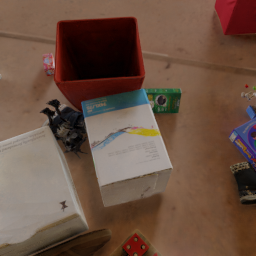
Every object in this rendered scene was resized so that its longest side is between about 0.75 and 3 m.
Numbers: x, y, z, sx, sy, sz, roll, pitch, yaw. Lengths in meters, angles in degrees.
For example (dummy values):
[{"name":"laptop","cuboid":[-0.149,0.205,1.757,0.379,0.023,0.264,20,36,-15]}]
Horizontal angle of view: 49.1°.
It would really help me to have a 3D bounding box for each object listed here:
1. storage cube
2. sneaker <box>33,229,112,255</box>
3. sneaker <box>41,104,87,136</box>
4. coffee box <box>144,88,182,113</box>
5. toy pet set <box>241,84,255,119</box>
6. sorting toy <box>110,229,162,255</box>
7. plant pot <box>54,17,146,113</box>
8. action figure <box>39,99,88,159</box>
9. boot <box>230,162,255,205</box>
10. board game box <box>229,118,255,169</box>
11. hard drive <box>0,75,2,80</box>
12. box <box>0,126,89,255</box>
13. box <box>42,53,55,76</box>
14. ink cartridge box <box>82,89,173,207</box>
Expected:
[{"name":"storage cube","cuboid":[5.395,-5.789,12.614,2.474,2.224,2.115,-5,60,-2]},{"name":"sneaker","cuboid":[-1.592,3.712,7.952,2.601,0.916,0.982,-20,78,-5]},{"name":"sneaker","cuboid":[-2.256,0.062,10.044,1.352,0.711,1.871,24,61,16]},{"name":"coffee box","cuboid":[1.162,-1.011,10.530,1.590,0.978,0.350,-1,40,1]},{"name":"toy pet set","cuboid":[4.789,-0.983,10.775,1.245,0.661,1.162,2,57,-43]},{"name":"sorting toy","cuboid":[0.241,3.957,7.846,1.602,0.558,1.593,-39,67,-21]},{"name":"plant pot","cuboid":[-0.983,-2.040,10.249,2.832,2.495,2.829,-4,60,-3]},{"name":"action figure","cuboid":[-2.240,0.166,9.485,2.131,1.266,1.087,58,32,4]},{"name":"boot","cuboid":[4.328,1.712,9.133,1.763,0.636,1.332,-8,57,-5]},{"name":"board game box","cuboid":[5.277,0.313,9.959,2.677,0.599,1.800,-25,63,-14]},{"name":"hard drive","cuboid":[-6.239,-1.906,11.486,1.708,0.228,1.127,13,60,8]},{"name":"box","cuboid":[-3.085,2.004,8.176,2.967,1.949,2.982,-20,62,-11]},{"name":"box","cuboid":[-3.327,-2.681,11.815,0.423,0.441,0.886,-11,61,-7]},{"name":"ink cartridge box","cuboid":[-0.107,0.654,8.889,2.082,2.091,2.851,-12,60,-8]}]
